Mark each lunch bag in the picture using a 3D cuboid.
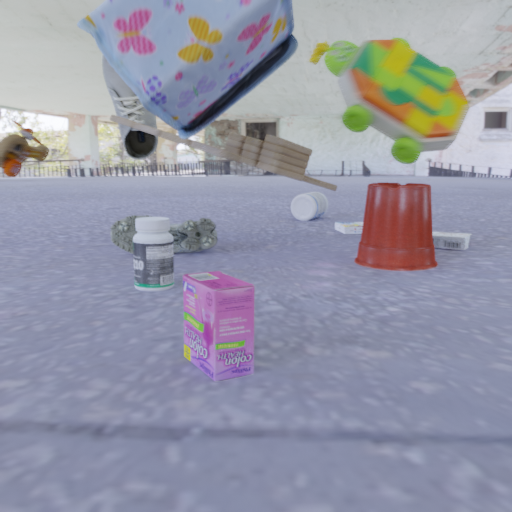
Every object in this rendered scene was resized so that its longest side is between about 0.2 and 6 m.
[{"bbox_3d":[-0.661,-2.809,7.434,2.224,1.667,2.623,-39,-1,4],"label":"lunch bag"}]

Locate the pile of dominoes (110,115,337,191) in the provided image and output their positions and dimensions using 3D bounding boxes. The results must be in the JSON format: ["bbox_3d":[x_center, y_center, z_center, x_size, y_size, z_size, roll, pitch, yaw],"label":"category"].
[{"bbox_3d":[-0.538,-2.142,10.495,3.724,0.593,2.902,26,13,41],"label":"pile of dominoes"}]

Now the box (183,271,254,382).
[{"bbox_3d":[-0.337,0.582,4.858,0.379,0.784,0.689,-6,12,-28],"label":"box"}]

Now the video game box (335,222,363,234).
[{"bbox_3d":[2.371,-0.666,13.360,0.798,0.205,0.876,1,10,-7],"label":"video game box"}]

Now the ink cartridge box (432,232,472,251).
[{"bbox_3d":[3.838,-0.318,11.393,0.949,0.333,1.168,5,4,28],"label":"ink cartridge box"}]

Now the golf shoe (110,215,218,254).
[{"bbox_3d":[-1.729,-0.307,10.571,1.969,0.771,0.957,3,-9,-7],"label":"golf shoe"}]

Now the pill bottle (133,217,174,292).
[{"bbox_3d":[-1.415,-0.033,7.729,0.550,0.972,0.550,0,10,0],"label":"pill bottle"}]

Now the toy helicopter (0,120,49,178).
[{"bbox_3d":[-4.473,-2.078,10.826,0.578,0.969,1.466,29,13,7],"label":"toy helicopter"}]

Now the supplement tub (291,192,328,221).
[{"bbox_3d":[1.527,-1.415,15.927,0.769,0.769,1.165,5,11,26],"label":"supplement tub"}]

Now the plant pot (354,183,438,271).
[{"bbox_3d":[2.372,-0.539,9.445,1.390,1.352,1.390,0,10,0],"label":"plant pot"}]

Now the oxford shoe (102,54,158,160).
[{"bbox_3d":[-2.610,-3.195,11.892,1.009,2.684,0.775,-6,39,-1],"label":"oxford shoe"}]

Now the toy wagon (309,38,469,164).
[{"bbox_3d":[2.422,-3.139,10.369,3.058,2.373,0.605,32,-30,-1],"label":"toy wagon"}]
